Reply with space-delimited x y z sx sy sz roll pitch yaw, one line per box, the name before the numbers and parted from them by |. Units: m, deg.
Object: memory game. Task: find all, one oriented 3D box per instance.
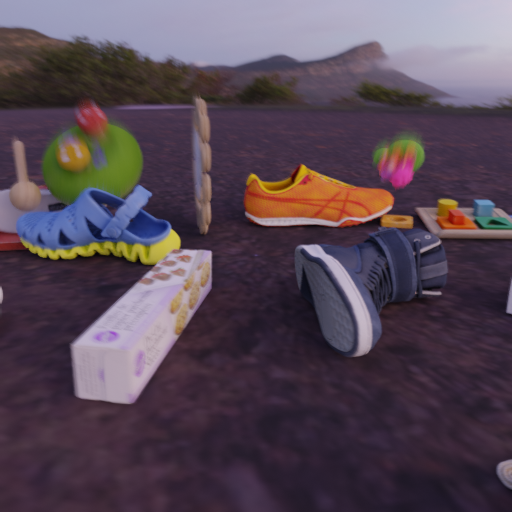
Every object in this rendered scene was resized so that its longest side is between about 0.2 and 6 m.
memory game | -1.062 -1.715 10.789 0.167 2.624 2.624 -3 19 -10

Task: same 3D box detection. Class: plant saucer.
plant saucer | -4.292 -0.354 10.375 1.141 0.209 1.139 -4 21 -17

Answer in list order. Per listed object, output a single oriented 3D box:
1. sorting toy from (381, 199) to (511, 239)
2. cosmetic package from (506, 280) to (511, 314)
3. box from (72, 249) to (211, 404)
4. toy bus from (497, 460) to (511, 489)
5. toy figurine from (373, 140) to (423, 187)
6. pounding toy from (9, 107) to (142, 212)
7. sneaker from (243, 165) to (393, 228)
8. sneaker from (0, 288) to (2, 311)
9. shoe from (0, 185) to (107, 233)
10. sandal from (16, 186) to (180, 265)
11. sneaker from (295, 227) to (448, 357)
sorting toy | 4.307 -0.795 11.340 3.495 0.476 1.968 0 19 2
cosmetic package | 4.672 0.658 6.697 1.165 0.715 2.823 -18 26 -40
box | -1.209 0.665 6.821 0.601 0.644 3.109 3 18 10
toy bus | 2.355 1.651 3.325 1.927 0.995 1.818 13 22 32
toy figurine | 2.985 -1.904 12.032 1.080 0.811 0.994 3 40 21
pounding toy | -3.282 -1.841 9.924 2.353 1.092 1.816 -12 62 -6
sneaker | 1.347 -1.253 11.590 3.176 1.225 1.159 -2 18 -10
sneaker | -4.034 0.721 6.423 2.202 0.854 1.004 -14 27 -31
shoe | -4.100 -1.007 10.986 2.300 0.822 1.046 -10 14 -15
sandal | -2.712 -0.621 9.467 2.820 1.228 1.121 0 33 7
sneaker | 1.661 0.347 7.089 1.966 1.035 2.721 -4 18 -4
